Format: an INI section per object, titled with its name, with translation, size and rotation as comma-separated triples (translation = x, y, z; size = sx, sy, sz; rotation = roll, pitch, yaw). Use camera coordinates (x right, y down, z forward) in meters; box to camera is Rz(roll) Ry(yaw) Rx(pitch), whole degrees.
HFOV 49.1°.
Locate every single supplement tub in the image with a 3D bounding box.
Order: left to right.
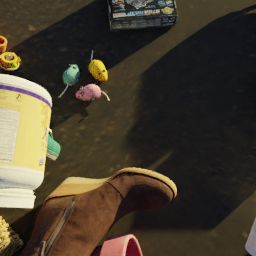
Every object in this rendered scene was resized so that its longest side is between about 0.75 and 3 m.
[supplement tub]
translation = -2.417, 0.327, 5.377
size = 1.673, 1.673, 2.301
rotation = 1, 74, 1

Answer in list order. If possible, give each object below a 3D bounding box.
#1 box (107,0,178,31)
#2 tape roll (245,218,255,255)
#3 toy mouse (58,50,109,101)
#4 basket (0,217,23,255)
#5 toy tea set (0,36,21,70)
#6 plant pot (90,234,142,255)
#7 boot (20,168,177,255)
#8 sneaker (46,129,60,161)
[box]
translation = 0.407, -3.954, 8.869
size = 2.097, 0.482, 1.667
rotation = -6, 68, -2
[tape roll]
translation = 3.440, 2.461, 5.321
size = 2.181, 2.181, 0.763
rotation = 27, 70, 11
[toy mouse]
translation = -1.295, -1.316, 7.853
size = 1.591, 0.346, 1.790
rotation = -29, 70, -11
[basket]
translation = -3.682, 2.545, 5.524
size = 1.749, 1.675, 2.347
rotation = 40, 72, 14
[toy tea set]
translation = -3.982, -2.492, 7.904
size = 1.263, 0.786, 2.124
rotation = -22, 65, -36
[plant pot]
translation = -0.596, 3.102, 5.378
size = 1.630, 1.822, 1.822
rotation = -12, 67, 12
[boot]
translation = -0.582, 1.959, 5.486
size = 2.904, 1.051, 2.416
rotation = -6, 34, 21
[sneaker]
translation = -2.602, -0.343, 7.082
size = 2.789, 0.995, 1.114
rotation = 37, 78, 16
